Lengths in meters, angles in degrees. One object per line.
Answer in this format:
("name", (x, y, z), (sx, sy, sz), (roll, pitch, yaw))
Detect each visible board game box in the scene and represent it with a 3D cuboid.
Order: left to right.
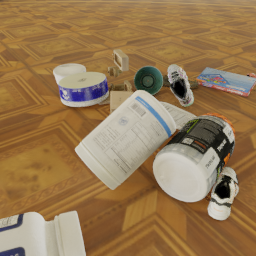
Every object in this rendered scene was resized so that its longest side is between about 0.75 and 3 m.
("board game box", (4.978, -2.393, 14.286), (2.711, 0.264, 1.395), (22, 50, 31))

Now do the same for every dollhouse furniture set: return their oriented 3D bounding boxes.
("dollhouse furniture set", (-0.860, -2.438, 13.126), (1.581, 1.941, 1.845), (-10, 31, -14))

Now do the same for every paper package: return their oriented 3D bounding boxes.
("paper package", (-0.254, -1.036, 11.941), (1.007, 0.547, 1.057), (0, 53, -3))

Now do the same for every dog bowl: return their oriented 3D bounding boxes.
("dog bowl", (-2.043, -1.836, 12.967), (2.235, 0.880, 2.235), (-4, 30, 2))

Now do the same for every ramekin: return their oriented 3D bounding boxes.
("ramekin", (-2.979, -2.679, 14.509), (1.674, 0.780, 1.674), (0, 35, 0))

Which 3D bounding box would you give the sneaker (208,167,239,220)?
("sneaker", (2.844, 1.705, 8.094), (0.730, 0.792, 1.980), (12, 35, 20))

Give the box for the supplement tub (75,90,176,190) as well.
("supplement tub", (-0.045, 0.317, 8.284), (2.632, 1.736, 1.736), (-43, 45, -5))

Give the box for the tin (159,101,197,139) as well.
("tin", (1.739, -0.352, 11.357), (1.545, 0.578, 2.760), (-25, 41, -38))

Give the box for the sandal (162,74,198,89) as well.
("sandal", (2.467, -2.500, 14.376), (2.315, 0.632, 0.946), (14, 37, 20))

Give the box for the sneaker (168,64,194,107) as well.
("sneaker", (2.192, -2.096, 12.316), (0.844, 1.519, 2.172), (-29, 68, 17))

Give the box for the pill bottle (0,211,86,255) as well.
("pill bottle", (-2.389, 2.725, 5.705), (2.948, 1.765, 1.765), (-10, 36, -15))

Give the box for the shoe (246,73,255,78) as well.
("shoe", (6.718, -2.724, 15.038), (0.371, 0.292, 0.816), (-8, 30, -9))

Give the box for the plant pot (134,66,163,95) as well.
("plant pot", (0.986, -2.283, 13.624), (1.376, 1.376, 0.922), (2, 8, 3))

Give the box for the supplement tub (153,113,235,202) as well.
("supplement tub", (2.163, 0.740, 8.611), (1.757, 1.757, 2.867), (22, 40, 28))
